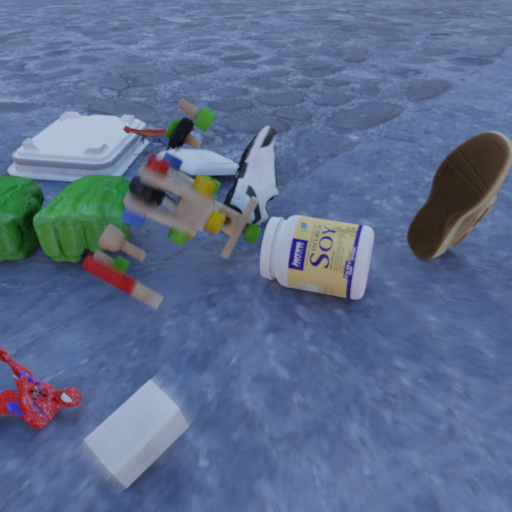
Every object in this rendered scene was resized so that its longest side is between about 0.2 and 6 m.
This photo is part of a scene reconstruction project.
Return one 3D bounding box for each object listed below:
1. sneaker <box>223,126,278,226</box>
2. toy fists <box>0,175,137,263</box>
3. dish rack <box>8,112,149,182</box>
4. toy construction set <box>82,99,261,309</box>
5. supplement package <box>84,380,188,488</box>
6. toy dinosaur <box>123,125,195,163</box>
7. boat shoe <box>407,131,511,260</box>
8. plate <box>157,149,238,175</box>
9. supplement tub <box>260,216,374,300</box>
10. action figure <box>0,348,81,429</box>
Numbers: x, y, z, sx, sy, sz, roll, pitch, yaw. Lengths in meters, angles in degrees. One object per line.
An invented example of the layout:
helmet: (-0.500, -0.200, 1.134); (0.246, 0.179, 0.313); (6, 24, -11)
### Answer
sneaker: (0.046, -1.542, 10.964); (0.884, 0.815, 2.210); (24, 67, -12)
toy fists: (-3.775, -0.617, 9.826); (3.391, 1.166, 1.729); (1, 26, 3)
dish rack: (-4.165, -2.753, 13.495); (2.704, 0.686, 3.151); (5, 32, 8)
toy construction set: (-1.050, -0.434, 8.852); (2.149, 2.332, 2.797); (32, 74, -8)
supplement package: (-1.275, 1.921, 6.067); (0.539, 0.537, 0.918); (36, 65, 27)
toy dinosaur: (-2.442, -2.923, 13.330); (1.309, 1.443, 0.757); (30, 16, -49)
boat shoe: (3.367, -0.979, 9.063); (0.850, 2.634, 0.939); (-15, 61, -27)
plate: (-1.199, -2.098, 12.384); (1.502, 0.243, 1.506); (-7, 28, -40)
supplement tub: (0.964, -0.007, 8.818); (1.611, 1.171, 1.171); (10, 34, 13)
action figure: (-3.241, 1.557, 6.580); (2.248, 1.112, 0.733); (-1, 34, -6)
